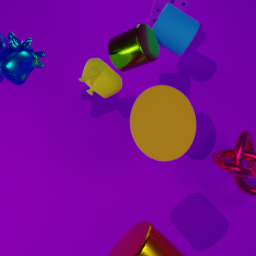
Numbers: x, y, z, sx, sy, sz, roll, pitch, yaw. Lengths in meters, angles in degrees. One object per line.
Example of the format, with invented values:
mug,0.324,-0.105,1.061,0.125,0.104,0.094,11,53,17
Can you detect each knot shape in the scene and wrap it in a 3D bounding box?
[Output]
knot shape,2.693,0.704,6.409,1.482,0.685,1.387,28,54,-5

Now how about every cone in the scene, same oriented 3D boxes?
cone,0.437,-0.054,6.338,1.539,1.545,1.539,2,86,-24

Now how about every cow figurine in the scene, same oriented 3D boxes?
cow figurine,-2.357,-1.370,5.233,1.571,0.876,1.596,-29,53,10

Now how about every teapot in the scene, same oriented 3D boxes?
teapot,-0.637,-1.057,6.194,0.946,1.521,0.745,43,97,12

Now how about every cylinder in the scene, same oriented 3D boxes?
cylinder,0.128,-1.789,6.300,0.846,0.846,0.846,-12,69,37
cylinder,1.113,-2.400,6.877,0.918,0.918,0.918,29,75,-8
cylinder,0.358,2.309,4.450,1.159,1.159,1.159,44,78,-3

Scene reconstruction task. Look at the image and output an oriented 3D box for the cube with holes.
cube with holes,1.186,-3.477,8.147,0.928,0.928,0.928,14,38,-3
